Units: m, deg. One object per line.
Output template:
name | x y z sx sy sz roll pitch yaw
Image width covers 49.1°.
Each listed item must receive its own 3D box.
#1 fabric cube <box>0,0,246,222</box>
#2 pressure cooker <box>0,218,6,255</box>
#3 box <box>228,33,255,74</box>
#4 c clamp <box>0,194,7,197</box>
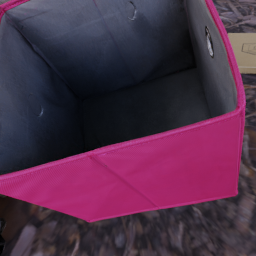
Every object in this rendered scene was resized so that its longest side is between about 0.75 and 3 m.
fabric cube | -0.038 -0.299 3.713 2.457 2.449 2.411 -15 59 13
pressure cooker | -3.518 1.474 4.146 2.999 2.679 2.638 33 51 29
box | 4.706 -2.533 9.308 2.983 0.317 2.438 7 45 23
c clamp | -2.271 0.458 6.078 2.617 0.354 2.236 -44 55 -2
